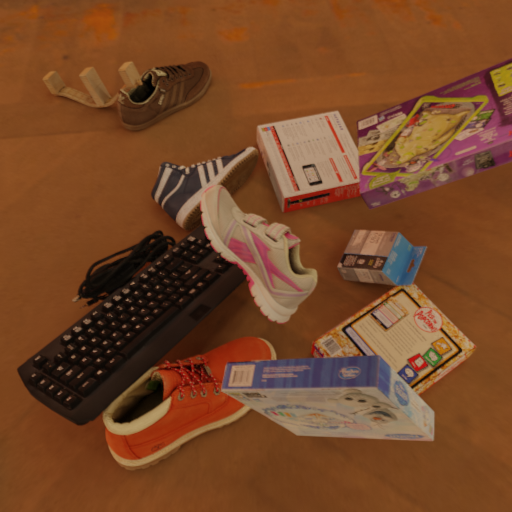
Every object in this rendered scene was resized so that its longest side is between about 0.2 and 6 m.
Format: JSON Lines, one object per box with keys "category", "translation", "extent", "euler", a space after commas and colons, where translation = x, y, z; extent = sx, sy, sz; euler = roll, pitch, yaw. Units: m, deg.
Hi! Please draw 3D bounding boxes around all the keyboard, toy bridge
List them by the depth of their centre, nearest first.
{"category": "keyboard", "translation": [-1.954, 0.467, 9.789], "extent": [2.700, 1.028, 5.188], "euler": [12, 39, 36]}
{"category": "toy bridge", "translation": [-3.874, -4.084, 13.581], "extent": [2.817, 0.947, 0.383], "euler": [5, 50, 29]}

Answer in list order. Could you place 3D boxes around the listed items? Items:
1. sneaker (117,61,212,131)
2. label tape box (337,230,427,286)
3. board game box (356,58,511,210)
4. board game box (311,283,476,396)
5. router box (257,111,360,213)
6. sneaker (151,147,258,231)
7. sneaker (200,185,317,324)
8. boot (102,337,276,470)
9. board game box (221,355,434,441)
{"category": "sneaker", "translation": [-2.166, -4.136, 13.645], "extent": [0.992, 1.064, 2.817], "euler": [36, 64, 21]}
{"category": "label tape box", "translation": [2.450, 0.020, 10.942], "extent": [1.435, 0.474, 1.028], "euler": [4, 51, 39]}
{"category": "board game box", "translation": [3.371, -2.130, 9.179], "extent": [3.503, 0.566, 2.103], "euler": [-18, 38, 25]}
{"category": "board game box", "translation": [2.458, 1.699, 10.136], "extent": [2.343, 0.543, 1.775], "euler": [-30, 62, -18]}
{"category": "router box", "translation": [1.252, -2.169, 12.663], "extent": [2.008, 0.547, 2.238], "euler": [-12, 58, -8]}
{"category": "sneaker", "translation": [-1.161, -1.782, 12.225], "extent": [1.359, 0.878, 2.504], "euler": [36, 67, 19]}
{"category": "sneaker", "translation": [0.104, -0.191, 8.662], "extent": [1.057, 0.974, 2.395], "euler": [-37, 92, 22]}
{"category": "boot", "translation": [-0.989, 2.155, 9.162], "extent": [3.231, 1.732, 1.212], "euler": [-31, 58, -22]}
{"category": "board game box", "translation": [0.994, 1.921, 7.401], "extent": [2.117, 2.107, 0.459], "euler": [-9, 54, 31]}
